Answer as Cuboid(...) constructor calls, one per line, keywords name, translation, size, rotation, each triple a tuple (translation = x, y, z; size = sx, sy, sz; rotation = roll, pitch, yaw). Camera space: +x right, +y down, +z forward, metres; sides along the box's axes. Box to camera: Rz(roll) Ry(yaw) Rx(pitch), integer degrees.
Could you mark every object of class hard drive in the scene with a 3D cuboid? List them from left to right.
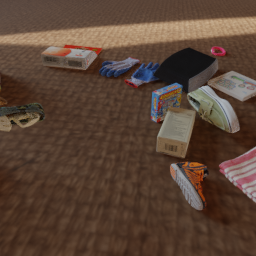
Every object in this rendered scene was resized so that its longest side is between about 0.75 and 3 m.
Cuboid(name="hard drive", translation=(2.487, -2.499, 11.540), size=(1.879, 0.589, 2.785), rotation=(32, 46, 23))

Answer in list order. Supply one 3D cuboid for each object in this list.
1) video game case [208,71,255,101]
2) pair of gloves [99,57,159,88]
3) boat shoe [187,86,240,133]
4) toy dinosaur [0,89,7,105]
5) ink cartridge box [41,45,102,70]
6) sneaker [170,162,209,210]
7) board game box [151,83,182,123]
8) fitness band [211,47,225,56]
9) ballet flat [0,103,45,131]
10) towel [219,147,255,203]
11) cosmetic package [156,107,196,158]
Cuboid(name="video game case", translation=(4.247, -1.674, 10.899), size=(1.524, 0.198, 1.674), rotation=(-24, 43, -28))
Cuboid(name="pair of gloves", translation=(0.138, -2.493, 11.926), size=(2.692, 0.307, 2.164), rotation=(27, 44, 30))
Cuboid(name="boat shoe", translation=(2.679, -0.551, 8.998), size=(0.791, 0.918, 2.551), rotation=(-21, 30, 1))
Cuboid(name="toy dinosaur", translation=(-5.312, -1.283, 10.021), size=(2.133, 0.644, 1.133), rotation=(6, 38, 9))
Cuboid(name="ink cartridge box", translation=(-2.523, -3.606, 13.155), size=(2.090, 0.646, 2.577), rotation=(8, 40, 10))
Cuboid(name="sneaker", translation=(1.648, 1.257, 6.664), size=(0.808, 0.560, 1.443), rotation=(-12, 38, -13))
Cuboid(name="board game box", translation=(1.245, -0.820, 9.061), size=(1.043, 1.021, 0.291), rotation=(-24, 43, -28))
Cuboid(name="fitness band", translation=(4.443, -3.787, 13.782), size=(0.618, 0.161, 0.861), rotation=(0, 38, 0))
Cuboid(name="ballet flat", translation=(-2.363, -0.189, 5.749), size=(1.421, 0.528, 0.528), rotation=(-20, 40, -36))
Cuboid(name="towel", translation=(3.534, 1.312, 6.786), size=(1.592, 0.325, 2.176), rotation=(-20, 41, -23))
Cuboid(name="cosmetic package", translation=(1.436, 0.076, 8.223), size=(0.859, 0.580, 1.632), rotation=(13, 38, 16))
